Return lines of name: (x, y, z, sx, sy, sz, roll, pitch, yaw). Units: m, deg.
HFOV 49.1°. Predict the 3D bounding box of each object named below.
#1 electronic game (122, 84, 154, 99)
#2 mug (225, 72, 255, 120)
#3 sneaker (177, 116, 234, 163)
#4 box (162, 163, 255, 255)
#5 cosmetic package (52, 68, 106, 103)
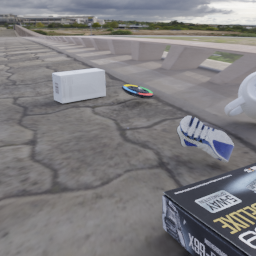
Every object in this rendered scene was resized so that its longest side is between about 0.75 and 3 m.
electronic game: (0.379, -1.427, 10.741, 1.264, 0.263, 1.264, 13, 21, -5)
mug: (3.740, -0.874, 8.280, 1.822, 1.345, 1.598, -30, -20, 20)
sneaker: (1.697, 0.259, 6.520, 1.391, 0.562, 0.803, 33, -17, -3)
box: (2.213, 1.318, 4.036, 2.741, 0.682, 2.162, -10, 18, -27)
cosmetic package: (-1.916, -1.725, 11.217, 1.998, 1.128, 0.811, -14, 24, -35)
